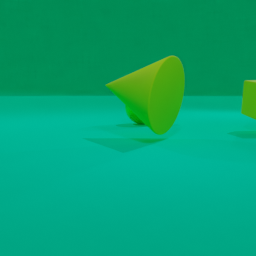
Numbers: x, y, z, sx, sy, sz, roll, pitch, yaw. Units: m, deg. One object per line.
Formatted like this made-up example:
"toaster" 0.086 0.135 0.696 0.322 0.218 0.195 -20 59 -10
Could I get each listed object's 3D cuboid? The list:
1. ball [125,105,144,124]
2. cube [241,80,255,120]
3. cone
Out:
"ball" 0.450 -0.663 8.808 1.090 1.090 1.090 0 7 0
"cube" 3.445 -0.703 6.917 0.883 0.883 0.883 -1 14 -4
"cone" 0.152 -0.802 5.997 1.591 1.585 1.585 15 14 31
